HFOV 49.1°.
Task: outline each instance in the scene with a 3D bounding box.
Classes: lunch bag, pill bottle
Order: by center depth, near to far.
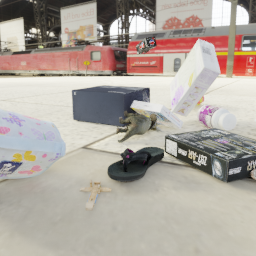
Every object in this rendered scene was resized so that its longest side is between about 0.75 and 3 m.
[{"bbox_3d":[-2.821,0.308,5.947,2.413,1.534,2.046,4,-5,40],"label":"lunch bag"},{"bbox_3d":[3.451,-0.381,10.896,0.866,0.866,1.542,-5,14,-19],"label":"pill bottle"}]

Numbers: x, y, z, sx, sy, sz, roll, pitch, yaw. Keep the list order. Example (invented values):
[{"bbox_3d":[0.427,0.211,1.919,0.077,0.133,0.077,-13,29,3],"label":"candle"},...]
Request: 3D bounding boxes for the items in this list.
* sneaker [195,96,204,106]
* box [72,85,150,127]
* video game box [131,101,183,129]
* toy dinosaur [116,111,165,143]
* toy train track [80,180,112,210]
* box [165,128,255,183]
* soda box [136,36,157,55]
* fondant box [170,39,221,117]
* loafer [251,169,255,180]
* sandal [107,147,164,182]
[{"bbox_3d":[3.822,-1.746,16.408,1.163,1.006,2.575,9,16,26],"label":"sneaker"},{"bbox_3d":[-0.722,-1.102,12.701,2.714,1.413,2.472,8,15,29],"label":"box"},{"bbox_3d":[1.132,-0.525,11.033,1.616,0.378,1.472,15,-12,47],"label":"video game box"},{"bbox_3d":[0.335,-0.128,9.765,1.232,0.927,2.408,-1,9,26],"label":"toy dinosaur"},{"bbox_3d":[-0.673,1.252,5.506,0.650,0.184,1.134,0,14,2],"label":"toy train track"},{"bbox_3d":[2.387,0.576,7.300,1.915,0.520,2.390,-7,15,-26],"label":"box"},{"bbox_3d":[0.513,-2.346,8.001,0.306,0.274,0.866,-13,5,-16],"label":"soda box"},{"bbox_3d":[2.856,-2.165,12.458,0.813,2.793,2.015,15,48,-12],"label":"fondant box"},{"bbox_3d":[3.102,1.037,6.220,0.992,0.357,0.312,2,-5,-19],"label":"loafer"},{"bbox_3d":[0.208,0.712,6.945,0.873,0.556,2.324,7,15,26],"label":"sandal"}]
